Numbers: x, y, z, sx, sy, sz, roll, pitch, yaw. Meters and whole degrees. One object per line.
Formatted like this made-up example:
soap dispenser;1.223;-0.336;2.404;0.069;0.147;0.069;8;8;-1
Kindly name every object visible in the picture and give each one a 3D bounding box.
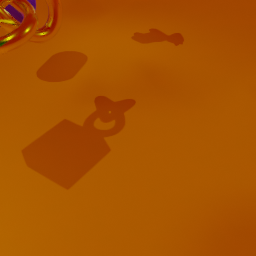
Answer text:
cylinder;-3.317;-3.309;7.264;1.291;1.291;1.291;21;25;19
knot shape;-1.888;-2.035;4.880;1.559;0.770;1.666;-12;79;-32
